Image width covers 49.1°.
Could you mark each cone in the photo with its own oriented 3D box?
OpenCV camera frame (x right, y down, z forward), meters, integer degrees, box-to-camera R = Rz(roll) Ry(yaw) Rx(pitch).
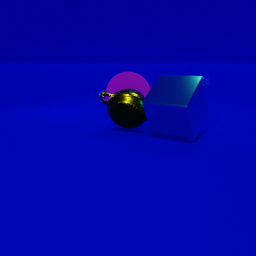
[{"bbox_3d":[0.151,-1.314,10.845,1.665,1.665,1.672,3,11,10],"label":"cone"}]

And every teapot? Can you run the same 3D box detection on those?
[{"bbox_3d":[0.093,-0.628,8.380,2.039,1.268,0.999,20,43,1],"label":"teapot"}]

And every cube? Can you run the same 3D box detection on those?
[{"bbox_3d":[1.317,-0.559,7.606,1.259,1.259,1.259,9,49,32],"label":"cube"}]
